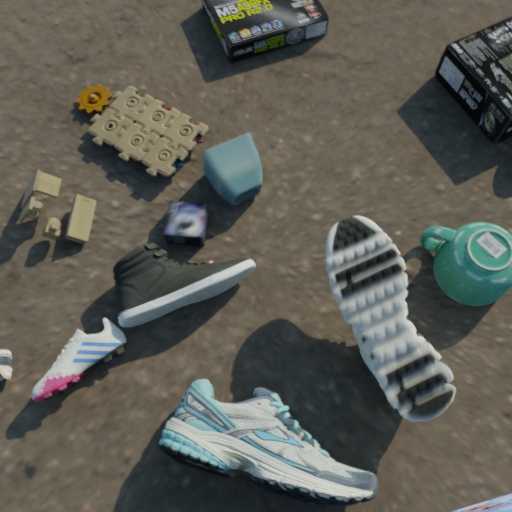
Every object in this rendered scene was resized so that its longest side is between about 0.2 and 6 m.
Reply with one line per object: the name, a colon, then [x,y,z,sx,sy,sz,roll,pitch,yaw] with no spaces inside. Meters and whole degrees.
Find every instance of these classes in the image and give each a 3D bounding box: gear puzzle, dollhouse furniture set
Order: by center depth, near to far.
dollhouse furniture set: [-3.893,-0.796,10.871,1.177,0.959,1.120,19,62,-30]
gear puzzle: [-2.575,-2.687,11.662,3.022,0.396,1.565,30,71,16]

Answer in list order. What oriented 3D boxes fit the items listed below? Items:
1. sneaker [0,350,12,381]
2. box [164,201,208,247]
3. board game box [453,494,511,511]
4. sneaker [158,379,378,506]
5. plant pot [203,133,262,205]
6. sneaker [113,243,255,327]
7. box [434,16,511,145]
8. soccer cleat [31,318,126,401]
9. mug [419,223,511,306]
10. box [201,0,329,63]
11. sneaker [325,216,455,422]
sneaker: [-4.824,2.044,9.423,1.379,0.541,0.548,-17,61,-9]
box: [-1.319,-0.616,10.660,0.732,0.454,0.738,5,66,1]
board game box: [3.824,3.545,7.794,1.741,2.302,0.421,-14,67,-5]
sneaker: [0.279,2.828,8.683,3.399,1.319,1.467,16,64,7]
plant pot: [-0.370,-1.585,10.843,0.980,0.977,0.998,-25,77,-11]
sneaker: [-1.368,0.218,9.975,2.583,0.913,1.281,-20,72,-9]
box: [5.182,-3.698,11.755,1.776,0.934,2.168,-27,69,-11]
soccer cleat: [-3.079,1.733,9.501,1.766,0.617,0.763,-33,85,-22]
mug: [3.858,0.089,10.021,1.668,1.031,1.370,3,66,1]
box: [0.173,-5.579,12.812,2.413,0.534,1.933,-19,67,-8]
sneaker: [1.982,1.015,9.221,1.276,1.376,3.396,-18,79,-4]
